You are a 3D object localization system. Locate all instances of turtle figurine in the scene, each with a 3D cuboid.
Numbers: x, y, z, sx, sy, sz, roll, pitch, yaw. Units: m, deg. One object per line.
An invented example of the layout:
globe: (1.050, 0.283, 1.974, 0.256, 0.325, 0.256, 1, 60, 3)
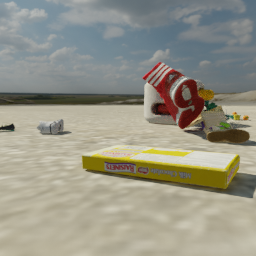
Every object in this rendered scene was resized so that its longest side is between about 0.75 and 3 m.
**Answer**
turtle figurine: (3.820, -0.693, 12.470, 1.429, 0.961, 1.909, 42, 14, 5)

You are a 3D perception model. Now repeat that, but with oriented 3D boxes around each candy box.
candy box: (0.440, 0.468, 3.875, 1.963, 0.259, 1.003, 3, 9, 30)

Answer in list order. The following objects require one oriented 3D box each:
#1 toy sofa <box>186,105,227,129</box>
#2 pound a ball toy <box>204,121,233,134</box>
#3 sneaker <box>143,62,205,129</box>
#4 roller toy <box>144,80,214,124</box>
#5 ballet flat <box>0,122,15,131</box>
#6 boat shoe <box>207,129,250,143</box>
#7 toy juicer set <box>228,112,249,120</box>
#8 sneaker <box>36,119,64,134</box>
toy sofa: (2.791, -0.295, 10.032, 1.758, 0.858, 0.728, -6, -17, -44)
pound a ball toy: (2.492, 0.090, 7.712, 0.553, 0.360, 0.847, -25, 5, 2)
sneaker: (1.374, -1.088, 8.487, 1.585, 1.075, 2.744, 48, -6, 27)
roller toy: (2.016, -1.229, 12.198, 2.584, 1.980, 2.833, -2, 6, -19)
ballet flat: (-4.007, -0.038, 8.813, 0.860, 0.314, 0.314, -5, 7, -37)
boat shoe: (2.333, 0.158, 6.558, 0.943, 0.347, 0.326, 1, 11, 16)
toy juicer set: (5.578, -0.628, 14.228, 0.907, 0.388, 1.426, -1, 5, -4)
sneaker: (-2.344, -0.067, 8.519, 0.608, 0.398, 1.059, 3, 9, 4)
